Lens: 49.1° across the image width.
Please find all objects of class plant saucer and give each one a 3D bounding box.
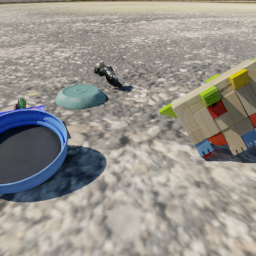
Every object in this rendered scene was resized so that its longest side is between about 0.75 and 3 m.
[{"bbox_3d":[-1.655,-1.170,9.769,1.763,0.317,1.763,0,29,0],"label":"plant saucer"}]

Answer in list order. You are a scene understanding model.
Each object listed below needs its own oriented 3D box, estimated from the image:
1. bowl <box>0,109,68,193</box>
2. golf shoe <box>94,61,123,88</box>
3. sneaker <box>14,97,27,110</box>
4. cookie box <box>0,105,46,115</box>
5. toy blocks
[{"bbox_3d":[-2.425,0.460,6.191,2.211,0.434,2.211,-1,44,1],"label":"bowl"},{"bbox_3d":[-0.647,-2.036,10.528,1.274,0.495,0.602,37,61,-14],"label":"golf shoe"},{"bbox_3d":[-3.190,-0.597,8.249,0.356,0.850,0.326,15,56,-8],"label":"sneaker"},{"bbox_3d":[-2.858,-0.107,7.645,1.323,0.497,1.132,-12,31,-20],"label":"cookie box"},{"bbox_3d":[2.354,-0.252,6.556,2.690,1.839,1.344,-29,11,12],"label":"toy blocks"}]
